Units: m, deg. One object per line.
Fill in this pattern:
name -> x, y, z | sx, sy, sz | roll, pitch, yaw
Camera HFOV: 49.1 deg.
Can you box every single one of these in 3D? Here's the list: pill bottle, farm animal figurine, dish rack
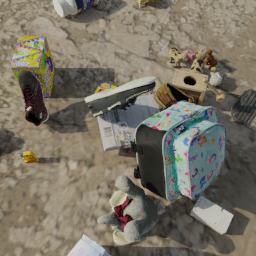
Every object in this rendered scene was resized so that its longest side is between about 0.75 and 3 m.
pill bottle -> -2.747, -6.781, 14.782 | 2.255, 1.251, 1.251 | -37, 65, -20
farm animal figurine -> 2.978, -2.911, 12.465 | 2.270, 1.184, 2.245 | 2, 59, 1
dish rack -> 5.772, -0.557, 11.282 | 2.896, 0.790, 2.221 | 33, 63, 19

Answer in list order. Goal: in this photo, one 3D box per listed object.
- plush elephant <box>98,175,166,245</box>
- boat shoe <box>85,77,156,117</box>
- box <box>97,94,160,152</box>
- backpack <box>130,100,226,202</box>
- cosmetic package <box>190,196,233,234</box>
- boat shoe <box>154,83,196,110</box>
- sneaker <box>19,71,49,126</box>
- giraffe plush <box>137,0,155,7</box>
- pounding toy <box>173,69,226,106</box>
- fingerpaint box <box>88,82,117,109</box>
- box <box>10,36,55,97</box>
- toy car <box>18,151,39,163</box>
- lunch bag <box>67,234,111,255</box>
plush elephant -> -0.069, 2.694, 8.696 | 1.744, 2.253, 1.856 | -29, 60, 24
boat shoe -> -0.205, -1.014, 9.504 | 2.837, 0.856, 1.073 | -10, 16, 39
box -> 0.103, -0.234, 10.813 | 2.424, 0.499, 1.890 | -10, 74, -13
backpack -> 1.832, 0.578, 8.963 | 2.252, 2.655, 2.991 | 15, 36, 38
cosmetic package -> 2.768, 2.889, 9.337 | 1.208, 0.490, 0.682 | 29, 65, 15
boat shoe -> 2.207, -0.745, 10.862 | 2.597, 0.883, 0.934 | 34, 56, -8
sneaker -> -3.658, -1.050, 10.656 | 0.816, 2.156, 1.245 | -15, 22, 5
giraffe plush -> 1.099, -7.244, 15.212 | 1.009, 1.245, 1.074 | -7, 34, -11
pounding toy -> 2.873, -1.650, 11.280 | 2.144, 1.883, 0.981 | 13, 59, 8
fingerpaint box -> -0.708, -1.127, 11.753 | 1.505, 0.552, 1.255 | 24, 62, 14
box -> -3.937, -2.559, 11.848 | 1.138, 1.866, 1.797 | 0, 59, 0
toy car -> -4.637, 0.469, 10.588 | 2.666, 0.887, 1.308 | 6, 59, 5
lunch bag -> -1.258, 4.246, 7.125 | 1.813, 2.852, 2.418 | 32, 63, 18
